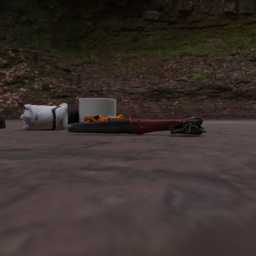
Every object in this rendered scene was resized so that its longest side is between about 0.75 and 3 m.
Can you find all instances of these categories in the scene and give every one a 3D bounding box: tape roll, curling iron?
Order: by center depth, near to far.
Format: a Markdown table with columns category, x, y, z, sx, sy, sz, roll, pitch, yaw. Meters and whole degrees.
| category | x | y | z | sx | sy | sz | roll | pitch | yaw |
| --- | --- | --- | --- | --- | --- | --- | --- | --- | --- |
| curling iron | 0.147 | -0.062 | 5.955 | 2.989 | 0.382 | 0.741 | 1 | -5 | 11 |
| tape roll | -1.583 | -0.839 | 14.741 | 1.945 | 1.336 | 1.945 | 0 | 2 | 0 |

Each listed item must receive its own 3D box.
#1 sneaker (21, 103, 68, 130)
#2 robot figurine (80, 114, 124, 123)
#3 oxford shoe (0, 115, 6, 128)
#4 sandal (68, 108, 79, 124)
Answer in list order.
| category | x | y | z | sx | sy | sz | roll | pitch | yaw |
| --- | --- | --- | --- | --- | --- | --- | --- | --- | --- |
| sneaker | -2.672 | -0.404 | 9.175 | 1.319 | 0.862 | 2.295 | 2 | 5 | -10 |
| robot figurine | -1.015 | -0.268 | 10.782 | 1.220 | 0.490 | 1.682 | 0 | 1 | 42 |
| oxford shoe | -4.871 | -0.290 | 9.930 | 1.458 | 0.615 | 0.530 | -1 | 3 | 26 |
| sandal | -2.927 | -0.685 | 15.008 | 0.593 | 0.932 | 2.479 | 15 | 3 | 1 |
